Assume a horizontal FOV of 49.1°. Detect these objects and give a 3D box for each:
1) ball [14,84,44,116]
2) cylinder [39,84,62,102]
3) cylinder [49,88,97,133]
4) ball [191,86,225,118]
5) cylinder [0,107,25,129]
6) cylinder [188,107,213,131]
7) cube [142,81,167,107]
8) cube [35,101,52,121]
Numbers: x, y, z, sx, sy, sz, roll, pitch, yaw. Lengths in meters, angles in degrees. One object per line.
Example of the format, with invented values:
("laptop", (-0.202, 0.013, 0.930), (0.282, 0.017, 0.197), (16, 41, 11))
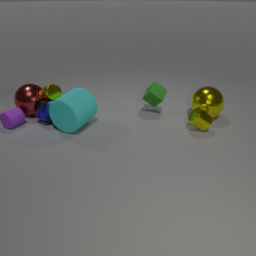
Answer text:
("ball", (-4.256, -1.246, 12.300), (1.400, 1.400, 1.400), (0, 28, 0))
("cylinder", (-3.264, -1.466, 11.788), (0.700, 0.700, 0.700), (-4, 18, 47))
("cylinder", (-2.169, -0.729, 11.210), (1.400, 1.400, 1.400), (13, 34, 23))
("ball", (3.410, -1.087, 12.037), (1.400, 1.400, 1.400), (0, 28, 0))
("cylinder", (-4.737, -0.410, 11.483), (0.700, 0.700, 0.700), (15, 31, 26))
("cylinder", (2.861, -0.361, 11.076), (0.700, 0.700, 0.700), (34, 21, -19))
("cube", (1.181, -1.482, 12.367), (0.700, 0.700, 0.700), (33, 57, -12))
("cube", (-3.351, -0.688, 11.713), (0.700, 0.700, 0.700), (16, 6, 40))
